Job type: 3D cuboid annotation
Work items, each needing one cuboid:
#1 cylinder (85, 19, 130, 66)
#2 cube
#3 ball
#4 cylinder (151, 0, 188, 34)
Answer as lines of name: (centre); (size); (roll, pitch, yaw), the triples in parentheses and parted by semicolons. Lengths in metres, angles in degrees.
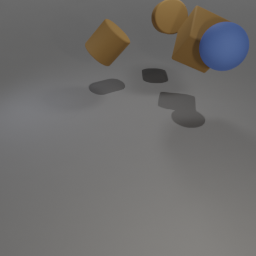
cylinder: (-0.864, -3.603, 11.887); (1.400, 1.400, 1.400); (38, 25, -21)
cube: (2.558, -3.064, 9.840); (1.400, 1.400, 1.400); (20, 66, -11)
ball: (2.836, -2.405, 8.311); (1.400, 1.400, 1.400); (0, 33, 0)
cylinder: (1.786, -4.858, 12.270); (1.400, 1.400, 1.400); (-1, 21, -1)
